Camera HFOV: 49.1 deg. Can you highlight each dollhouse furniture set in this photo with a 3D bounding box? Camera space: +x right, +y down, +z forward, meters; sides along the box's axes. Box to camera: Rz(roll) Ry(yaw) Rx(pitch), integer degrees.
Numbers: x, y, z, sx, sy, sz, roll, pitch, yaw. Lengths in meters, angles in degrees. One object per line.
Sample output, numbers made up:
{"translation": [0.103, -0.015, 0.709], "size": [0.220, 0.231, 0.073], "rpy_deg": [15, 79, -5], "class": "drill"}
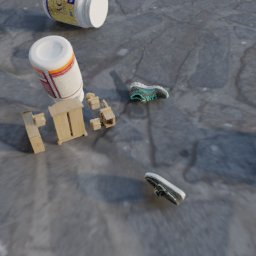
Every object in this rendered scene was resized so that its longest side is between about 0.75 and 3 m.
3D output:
{"translation": [-1.779, -0.449, 8.378], "size": [2.563, 1.328, 1.135], "rpy_deg": [-19, 52, -17], "class": "dollhouse furniture set"}

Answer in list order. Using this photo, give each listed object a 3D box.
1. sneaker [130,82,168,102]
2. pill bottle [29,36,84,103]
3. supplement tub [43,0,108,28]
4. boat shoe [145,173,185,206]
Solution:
{"translation": [0.683, -1.117, 9.637], "size": [1.383, 0.537, 0.631], "rpy_deg": [11, 61, 18], "class": "sneaker"}
{"translation": [-1.893, -1.456, 7.840], "size": [1.110, 2.025, 1.110], "rpy_deg": [-2, 62, 3], "class": "pill bottle"}
{"translation": [-2.401, -5.702, 12.918], "size": [2.523, 1.834, 1.834], "rpy_deg": [20, 50, 19], "class": "supplement tub"}
{"translation": [0.846, 1.517, 7.027], "size": [1.171, 0.414, 0.373], "rpy_deg": [26, 59, 33], "class": "boat shoe"}
